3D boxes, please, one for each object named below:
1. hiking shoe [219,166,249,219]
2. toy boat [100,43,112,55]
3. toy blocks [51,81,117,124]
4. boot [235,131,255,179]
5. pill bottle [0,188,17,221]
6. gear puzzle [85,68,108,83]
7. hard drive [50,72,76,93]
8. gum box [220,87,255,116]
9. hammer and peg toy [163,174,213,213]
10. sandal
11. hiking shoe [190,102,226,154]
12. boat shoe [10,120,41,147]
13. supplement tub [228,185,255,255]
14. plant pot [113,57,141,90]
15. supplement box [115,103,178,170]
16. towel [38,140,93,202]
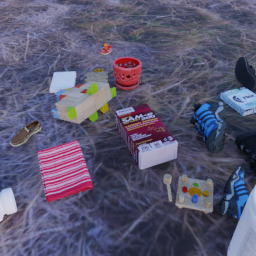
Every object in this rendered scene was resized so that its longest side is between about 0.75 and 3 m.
[{"bbox_3d":[3.242,1.914,8.231,0.765,0.657,1.766,23,54,16],"label":"hiking shoe"},{"bbox_3d":[-1.287,-4.686,16.390,0.559,0.560,0.857,16,41,19],"label":"toy boat"},{"bbox_3d":[-2.112,-1.172,11.635,1.942,1.419,2.840,12,38,32],"label":"toy blocks"},{"bbox_3d":[4.962,0.807,9.328,2.348,0.869,1.924,-12,38,-3],"label":"boot"},{"bbox_3d":[-3.944,2.209,7.527,1.680,0.942,0.942,-16,41,-20],"label":"pill bottle"},{"bbox_3d":[-1.537,-2.448,13.886,1.145,0.289,2.210,-3,36,-1],"label":"gear puzzle"},{"bbox_3d":[-3.140,-2.252,13.638,1.105,0.224,1.676,-3,38,-3],"label":"hard drive"},{"bbox_3d":[5.043,-1.193,12.227,1.302,0.341,1.533,-15,41,-18],"label":"gum box"},{"bbox_3d":[1.739,1.911,8.237,1.483,0.523,1.091,8,41,10],"label":"hammer and peg toy"},{"bbox_3d":[5.816,-2.517,13.567,0.602,0.945,2.515,12,45,-14],"label":"sandal"},{"bbox_3d":[2.922,-0.019,10.352,1.290,1.107,2.976,4,29,16],"label":"hiking shoe"},{"bbox_3d":[-3.775,0.135,10.291,0.486,0.486,1.315,38,56,9],"label":"boat shoe"},{"bbox_3d":[3.194,2.409,6.092,1.587,2.405,1.587,0,39,0],"label":"supplement tub"},{"bbox_3d":[-0.034,-2.559,13.236,1.317,1.199,1.317,0,39,0],"label":"plant pot"},{"bbox_3d":[0.578,0.199,10.130,1.395,0.780,2.563,-16,41,-15],"label":"supplement box"},{"bbox_3d":[-1.983,1.263,8.652,1.391,0.216,1.924,-16,51,-14],"label":"towel"}]
